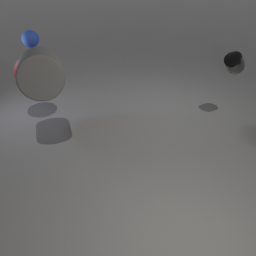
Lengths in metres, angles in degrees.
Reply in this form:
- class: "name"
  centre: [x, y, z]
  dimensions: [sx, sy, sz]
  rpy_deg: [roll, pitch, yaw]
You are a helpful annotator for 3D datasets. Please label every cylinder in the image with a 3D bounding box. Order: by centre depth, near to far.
- class: "cylinder"
  centre: [-2.726, -1.709, 8.729]
  dimensions: [1.400, 1.400, 1.400]
  rpy_deg: [-9, 28, -15]
- class: "cylinder"
  centre: [4.149, -2.540, 10.911]
  dimensions: [0.700, 0.700, 0.700]
  rpy_deg: [21, 0, 31]

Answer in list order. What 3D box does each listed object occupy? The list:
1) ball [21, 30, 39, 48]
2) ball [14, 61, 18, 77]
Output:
- class: "ball"
  centre: [-4.015, -3.666, 11.527]
  dimensions: [0.700, 0.700, 0.700]
  rpy_deg: [0, 31, 0]
- class: "ball"
  centre: [-3.776, -2.183, 11.099]
  dimensions: [1.400, 1.400, 1.400]
  rpy_deg: [0, 31, 0]
